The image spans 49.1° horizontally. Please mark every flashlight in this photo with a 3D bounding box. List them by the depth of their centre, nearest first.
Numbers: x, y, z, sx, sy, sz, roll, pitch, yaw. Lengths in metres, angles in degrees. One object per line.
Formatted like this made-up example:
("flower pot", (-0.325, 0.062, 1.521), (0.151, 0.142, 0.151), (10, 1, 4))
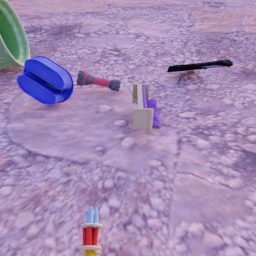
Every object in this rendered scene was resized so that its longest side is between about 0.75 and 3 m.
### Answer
("flashlight", (-1.078, -1.702, 10.396), (1.609, 0.547, 0.545), (12, 65, -4))

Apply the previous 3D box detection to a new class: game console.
("game console", (2.814, -2.411, 10.956), (1.526, 0.312, 2.588), (-11, 11, -28))

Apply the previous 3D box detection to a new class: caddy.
("caddy", (-2.788, -1.616, 9.567), (1.885, 1.333, 0.990), (33, 16, -2))

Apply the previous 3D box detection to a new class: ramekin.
("ramekin", (-5.485, -3.864, 11.749), (1.436, 2.939, 2.939), (-15, 35, 5))

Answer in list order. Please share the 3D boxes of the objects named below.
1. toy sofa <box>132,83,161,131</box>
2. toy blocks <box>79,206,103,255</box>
("toy sofa", (0.569, -0.697, 8.670), (0.864, 0.733, 1.770), (1, 35, 0))
("toy blocks", (-0.628, 1.930, 4.764), (0.371, 0.851, 1.021), (3, 59, -5))
